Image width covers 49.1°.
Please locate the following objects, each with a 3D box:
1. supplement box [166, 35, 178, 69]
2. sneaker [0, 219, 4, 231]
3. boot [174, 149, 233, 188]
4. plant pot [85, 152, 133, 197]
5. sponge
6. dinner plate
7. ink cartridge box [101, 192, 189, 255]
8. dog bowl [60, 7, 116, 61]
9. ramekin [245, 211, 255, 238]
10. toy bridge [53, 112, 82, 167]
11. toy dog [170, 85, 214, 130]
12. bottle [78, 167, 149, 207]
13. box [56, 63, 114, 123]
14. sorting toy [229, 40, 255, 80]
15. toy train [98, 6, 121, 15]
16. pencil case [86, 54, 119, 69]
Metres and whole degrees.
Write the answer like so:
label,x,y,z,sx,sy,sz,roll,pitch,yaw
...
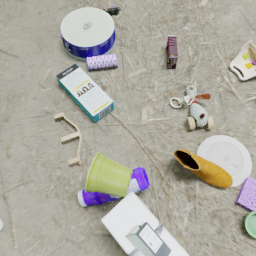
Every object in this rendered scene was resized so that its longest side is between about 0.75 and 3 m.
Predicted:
label,x,y,z,sx,sy,sz,roll,pitch,yaw
supplement box,1.804,-3.124,11.516,0.372,0.666,1.223,0,63,1
sneaker,-4.321,2.673,8.652,1.182,0.587,0.461,41,70,18
boot,2.351,1.316,8.817,1.983,1.419,0.698,31,94,20
plant pot,-0.446,1.292,7.236,1.018,1.107,1.107,17,65,5
sponge,4.451,2.416,8.952,1.747,0.261,0.974,30,69,13
dinner plate,3.339,1.081,9.672,1.912,0.232,1.912,0,65,0
ink cartridge box,0.614,3.275,7.558,1.147,1.987,2.731,-39,69,-16
dog bowl,-1.658,-3.961,11.807,2.267,0.893,2.267,0,63,0
ramekin,3.957,2.912,8.512,0.807,0.394,0.807,-1,84,12
toy bridge,-2.020,0.354,9.981,0.722,0.292,2.147,-20,65,-10
toy dog,2.484,-0.810,10.202,1.279,0.934,1.939,-26,66,-12
bottle,-0.459,1.888,8.772,2.223,0.929,0.726,-20,80,6
box,-1.644,-1.358,10.671,0.974,0.582,2.368,-38,69,-17
sorting toy,4.841,-2.544,11.244,1.288,0.764,1.431,-33,72,-1
toy train,-1.261,-5.345,12.846,1.859,0.317,0.426,-8,52,-3
pencil case,-1.048,-2.706,11.396,1.286,0.540,0.550,-6,32,-5
